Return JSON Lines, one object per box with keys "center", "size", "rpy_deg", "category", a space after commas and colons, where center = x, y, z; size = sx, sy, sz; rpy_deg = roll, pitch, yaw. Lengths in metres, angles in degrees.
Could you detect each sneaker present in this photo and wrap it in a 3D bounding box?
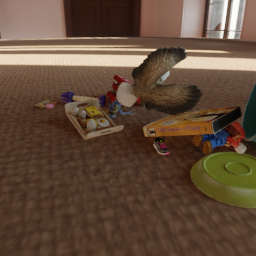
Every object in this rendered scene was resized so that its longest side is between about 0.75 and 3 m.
{"center": [1.070, 0.554, 9.023], "size": [0.322, 0.382, 0.873], "rpy_deg": [-7, 24, -16], "category": "sneaker"}

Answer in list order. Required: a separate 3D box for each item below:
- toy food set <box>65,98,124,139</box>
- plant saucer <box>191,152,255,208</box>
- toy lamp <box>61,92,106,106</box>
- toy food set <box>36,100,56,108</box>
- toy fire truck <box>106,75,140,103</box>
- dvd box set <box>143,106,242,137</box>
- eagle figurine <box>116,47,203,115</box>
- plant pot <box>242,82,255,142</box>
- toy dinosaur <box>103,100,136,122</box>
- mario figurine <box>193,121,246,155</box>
{"center": [-1.304, -0.437, 10.561], "size": [1.467, 0.617, 2.044], "rpy_deg": [-15, 44, -30], "category": "toy food set"}
{"center": [2.916, 1.216, 7.488], "size": [2.417, 0.376, 2.417], "rpy_deg": [-1, 23, 0], "category": "plant saucer"}
{"center": [-2.158, -1.401, 13.359], "size": [2.143, 0.624, 0.624], "rpy_deg": [5, 23, 14], "category": "toy lamp"}
{"center": [-3.778, -1.083, 13.172], "size": [0.805, 0.200, 1.267], "rpy_deg": [6, 16, 14], "category": "toy food set"}
{"center": [0.013, -1.702, 13.708], "size": [1.723, 1.150, 2.052], "rpy_deg": [20, 13, -23], "category": "toy fire truck"}
{"center": [2.168, -0.210, 9.656], "size": [2.019, 0.406, 2.760], "rpy_deg": [-22, 12, -41], "category": "dvd box set"}
{"center": [1.132, -1.732, 10.874], "size": [2.224, 2.212, 2.932], "rpy_deg": [20, -7, -27], "category": "eagle figurine"}
{"center": [5.603, -0.562, 8.856], "size": [2.807, 2.988, 2.988], "rpy_deg": [19, 26, 6], "category": "plant pot"}
{"center": [-0.581, -1.013, 11.965], "size": [1.874, 0.984, 1.701], "rpy_deg": [0, 23, 3], "category": "toy dinosaur"}
{"center": [3.021, 0.445, 9.064], "size": [1.843, 1.137, 0.977], "rpy_deg": [-13, -14, -26], "category": "mario figurine"}
